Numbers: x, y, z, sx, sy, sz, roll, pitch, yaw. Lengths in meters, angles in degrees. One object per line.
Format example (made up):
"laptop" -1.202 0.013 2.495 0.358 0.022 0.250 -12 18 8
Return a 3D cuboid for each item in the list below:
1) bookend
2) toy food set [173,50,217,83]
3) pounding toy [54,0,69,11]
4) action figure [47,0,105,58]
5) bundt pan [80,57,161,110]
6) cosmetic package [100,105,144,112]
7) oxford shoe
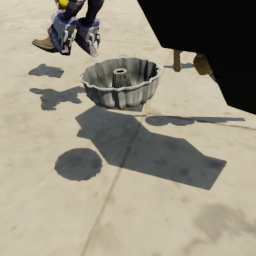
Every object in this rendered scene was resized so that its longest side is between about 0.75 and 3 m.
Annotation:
"bookend" 1.494 -1.414 4.061 1.171 2.543 2.527 -44 34 -10
"toy food set" 2.336 -1.448 5.342 2.891 1.838 0.455 -2 61 8
"pounding toy" -1.657 -3.841 7.027 0.968 1.688 0.965 1 37 29
"action figure" -0.727 -2.691 5.581 1.796 2.760 0.958 -16 67 -35
"bundt pan" -0.088 -0.578 3.734 1.064 0.399 1.064 -4 33 2
"cosmetic package" -0.180 -0.610 5.598 0.958 0.504 0.341 7 64 22
"oxford shoe" -1.951 -2.201 7.244 1.180 0.498 0.429 13 2 16
